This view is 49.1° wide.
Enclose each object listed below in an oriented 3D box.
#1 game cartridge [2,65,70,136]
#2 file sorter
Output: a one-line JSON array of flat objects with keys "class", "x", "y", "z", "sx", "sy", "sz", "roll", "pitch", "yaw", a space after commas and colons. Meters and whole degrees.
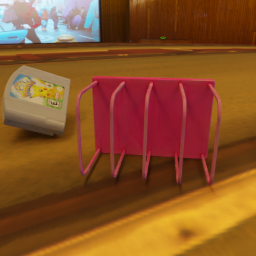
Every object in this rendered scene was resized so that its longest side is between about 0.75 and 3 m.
[{"class": "game cartridge", "x": -2.624, "y": -0.904, "z": 8.119, "sx": 1.756, "sy": 0.533, "sz": 2.634, "roll": 12, "pitch": 37, "yaw": -17}, {"class": "file sorter", "x": 0.414, "y": 0.034, "z": 5.621, "sx": 2.603, "sy": 1.809, "sz": 1.633, "roll": 3, "pitch": 21, "yaw": 7}]
